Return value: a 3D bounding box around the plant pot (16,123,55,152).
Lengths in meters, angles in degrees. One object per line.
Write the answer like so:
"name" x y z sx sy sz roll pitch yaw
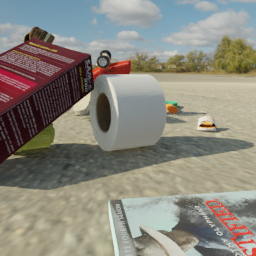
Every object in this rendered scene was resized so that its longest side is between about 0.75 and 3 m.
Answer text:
"plant pot" -1.987 0.105 5.755 0.801 0.871 0.871 6 4 -43

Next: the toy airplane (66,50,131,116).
"toy airplane" -1.371 -1.321 10.683 2.955 2.085 2.942 -49 25 -26

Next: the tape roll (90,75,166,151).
"tape roll" -0.054 -0.343 5.840 1.062 1.547 1.547 -6 13 -27

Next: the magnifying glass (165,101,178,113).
"magnifying glass" 1.746 -0.968 12.237 1.104 0.311 2.773 0 12 0

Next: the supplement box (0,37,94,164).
"supplement box" -2.063 -0.563 4.969 1.550 0.867 2.848 23 47 24

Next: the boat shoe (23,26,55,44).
"boat shoe" -2.818 -2.684 8.665 0.762 0.761 2.059 30 -12 -23

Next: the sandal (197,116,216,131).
"sandal" 2.234 -0.178 8.024 0.493 0.369 1.286 2 11 12

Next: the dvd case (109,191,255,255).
"dvd case" 1.007 0.998 2.429 2.240 0.247 1.635 -2 11 -8
